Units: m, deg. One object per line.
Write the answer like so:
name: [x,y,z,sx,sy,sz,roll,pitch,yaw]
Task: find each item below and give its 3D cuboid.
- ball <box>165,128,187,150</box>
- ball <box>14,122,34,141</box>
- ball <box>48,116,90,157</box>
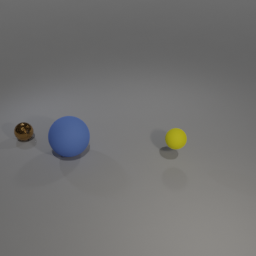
ball: [1.562,0.352,9.132,0.700,0.700,0.700,0,32,0]
ball: [-3.939,0.131,10.594,0.700,0.700,0.700,0,32,0]
ball: [-2.013,0.287,9.597,1.400,1.400,1.400,0,32,0]
